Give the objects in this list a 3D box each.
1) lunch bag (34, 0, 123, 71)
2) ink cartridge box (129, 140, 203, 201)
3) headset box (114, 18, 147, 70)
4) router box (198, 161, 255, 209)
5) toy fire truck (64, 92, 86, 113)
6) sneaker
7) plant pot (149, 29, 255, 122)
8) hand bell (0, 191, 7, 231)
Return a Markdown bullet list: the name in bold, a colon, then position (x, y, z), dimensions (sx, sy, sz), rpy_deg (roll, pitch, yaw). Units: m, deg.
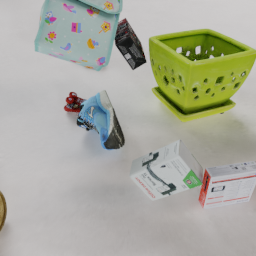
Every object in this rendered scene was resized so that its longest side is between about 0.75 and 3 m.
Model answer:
- **lunch bag**: position (-1.552, -3.621, 9.188), dimensions (2.447, 2.872, 1.751), rpy_deg (16, 0, -18)
- **ink cartridge box**: position (0.881, 1.029, 6.554), dimensions (1.400, 1.026, 0.582), rpy_deg (-28, 25, 30)
- **headset box**: position (0.035, -3.173, 10.413), dimensions (0.632, 1.252, 1.684), rpy_deg (-27, 42, 17)
- **router box**: position (2.342, 1.342, 6.542), dimensions (1.231, 1.105, 0.301), rpy_deg (-6, 37, -10)
- **toy fire truck**: position (-1.887, -0.870, 10.223), dimensions (0.749, 0.500, 0.892), rpy_deg (20, 37, -4)
- **sneaker**: position (-0.944, -0.124, 8.906), dimensions (1.285, 1.120, 2.857), rpy_deg (-22, 33, -3)
- **plant pot**: position (2.372, -1.816, 9.824), dimensions (2.646, 2.413, 2.660), rpy_deg (-14, 38, -20)
- **hand bell**: position (-3.883, 1.942, 6.142), dimensions (2.041, 1.063, 1.063), rpy_deg (-9, 35, 10)
